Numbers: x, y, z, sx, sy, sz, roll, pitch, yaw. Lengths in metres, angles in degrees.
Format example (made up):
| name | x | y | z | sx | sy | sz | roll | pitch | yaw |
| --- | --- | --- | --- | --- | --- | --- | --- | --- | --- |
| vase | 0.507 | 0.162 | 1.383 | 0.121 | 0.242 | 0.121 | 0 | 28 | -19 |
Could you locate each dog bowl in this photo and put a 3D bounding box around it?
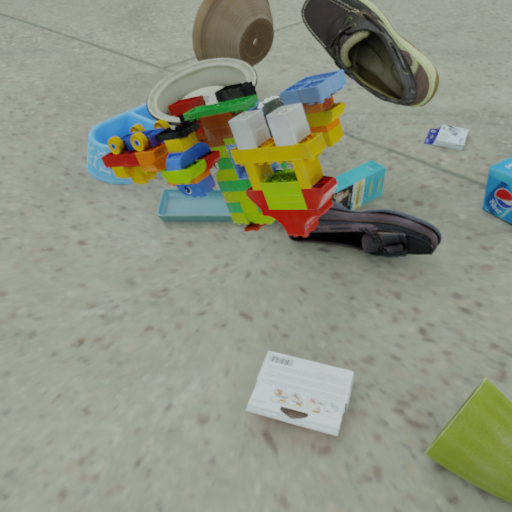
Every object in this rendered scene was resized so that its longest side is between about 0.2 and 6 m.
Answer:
| name | x | y | z | sx | sy | sz | roll | pitch | yaw |
| --- | --- | --- | --- | --- | --- | --- | --- | --- | --- |
| dog bowl | -2.474 | -2.837 | 13.195 | 1.885 | 0.838 | 3.382 | 28 | 46 | 30 |
| dog bowl | -0.799 | -2.422 | 9.028 | 1.810 | 0.668 | 1.810 | -8 | 47 | 9 |

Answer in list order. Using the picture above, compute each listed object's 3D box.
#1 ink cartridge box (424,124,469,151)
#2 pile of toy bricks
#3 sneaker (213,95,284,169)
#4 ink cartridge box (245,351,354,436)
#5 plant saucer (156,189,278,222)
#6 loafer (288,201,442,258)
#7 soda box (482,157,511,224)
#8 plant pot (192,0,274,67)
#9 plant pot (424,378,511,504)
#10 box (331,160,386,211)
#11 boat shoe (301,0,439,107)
| name | x | y | z | sx | sy | sz | roll | pitch | yaw |
| --- | --- | --- | --- | --- | --- | --- | --- | --- | --- |
| ink cartridge box | 4.711 | -2.958 | 13.849 | 0.938 | 0.190 | 0.936 | 15 | 41 | 18 |
| pile of toy bricks | -0.163 | -0.947 | 6.271 | 3.153 | 1.557 | 1.749 | 5 | 35 | 43 |
| sneaker | 0.299 | -2.752 | 13.031 | 1.354 | 0.994 | 2.992 | 22 | 48 | 21 |
| ink cartridge box | 0.619 | 1.934 | 7.747 | 1.295 | 0.282 | 1.124 | 12 | 41 | 14 |
| plant saucer | -0.558 | -1.010 | 11.406 | 2.804 | 0.266 | 0.980 | 0 | 39 | 1 |
| loafer | 1.889 | -0.341 | 10.202 | 2.761 | 0.992 | 0.870 | 15 | 60 | 26 |
| soda box | 6.170 | -1.682 | 11.492 | 3.144 | 1.009 | 1.067 | -24 | 40 | -23 |
| plant pot | -0.267 | -4.348 | 11.024 | 1.880 | 1.880 | 0.868 | -30 | 55 | -31 |
| plant pot | 2.917 | 2.345 | 6.677 | 1.293 | 1.210 | 1.210 | 39 | 52 | 23 |
| box | 1.896 | -1.315 | 11.413 | 1.711 | 0.704 | 0.421 | -28 | 47 | -30 |
| boat shoe | 1.601 | -3.228 | 8.522 | 2.644 | 0.968 | 0.857 | 44 | 39 | 21 |
